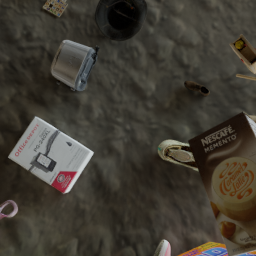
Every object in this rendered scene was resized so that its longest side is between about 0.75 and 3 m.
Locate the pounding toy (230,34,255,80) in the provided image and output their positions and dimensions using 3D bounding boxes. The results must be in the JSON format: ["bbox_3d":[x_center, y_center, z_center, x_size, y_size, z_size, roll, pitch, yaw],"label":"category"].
[{"bbox_3d":[2.424,-1.338,5.759,0.599,0.597,1.045,-39,77,22],"label":"pounding toy"}]

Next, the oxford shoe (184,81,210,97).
[{"bbox_3d":[2.224,-1.313,8.971,0.873,0.368,0.317,23,85,5],"label":"oxford shoe"}]

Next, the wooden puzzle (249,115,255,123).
[{"bbox_3d":[4.504,0.442,8.755,2.671,0.312,1.802,-4,82,0],"label":"wooden puzzle"}]

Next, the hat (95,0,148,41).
[{"bbox_3d":[-0.227,-3.598,9.097,1.763,0.711,1.763,0,88,-1],"label":"hat"}]

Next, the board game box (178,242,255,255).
[{"bbox_3d":[2.225,4.510,6.632,2.518,2.517,2.516,-7,81,-31],"label":"board game box"}]

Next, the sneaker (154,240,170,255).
[{"bbox_3d":[1.137,4.265,8.018,1.021,0.735,1.953,16,87,3],"label":"sneaker"}]

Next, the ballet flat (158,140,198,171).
[{"bbox_3d":[2.164,0.962,8.412,2.596,0.809,0.875,10,94,2],"label":"ballet flat"}]

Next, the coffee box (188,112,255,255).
[{"bbox_3d":[2.019,0.966,4.880,1.203,0.838,2.103,-32,57,29],"label":"coffee box"}]

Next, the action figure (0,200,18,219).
[{"bbox_3d":[-4.518,3.115,8.162,1.771,1.593,2.378,11,94,-40],"label":"action figure"}]

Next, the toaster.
[{"bbox_3d":[-1.671,-2.028,8.765,1.046,0.921,1.620,23,91,5],"label":"toaster"}]

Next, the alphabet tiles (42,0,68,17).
[{"bbox_3d":[-2.410,-4.262,9.546,0.682,0.031,0.815,31,84,4],"label":"alphabet tiles"}]

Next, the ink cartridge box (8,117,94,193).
[{"bbox_3d":[-2.288,0.803,8.430,2.003,0.835,1.455,31,83,4],"label":"ink cartridge box"}]
